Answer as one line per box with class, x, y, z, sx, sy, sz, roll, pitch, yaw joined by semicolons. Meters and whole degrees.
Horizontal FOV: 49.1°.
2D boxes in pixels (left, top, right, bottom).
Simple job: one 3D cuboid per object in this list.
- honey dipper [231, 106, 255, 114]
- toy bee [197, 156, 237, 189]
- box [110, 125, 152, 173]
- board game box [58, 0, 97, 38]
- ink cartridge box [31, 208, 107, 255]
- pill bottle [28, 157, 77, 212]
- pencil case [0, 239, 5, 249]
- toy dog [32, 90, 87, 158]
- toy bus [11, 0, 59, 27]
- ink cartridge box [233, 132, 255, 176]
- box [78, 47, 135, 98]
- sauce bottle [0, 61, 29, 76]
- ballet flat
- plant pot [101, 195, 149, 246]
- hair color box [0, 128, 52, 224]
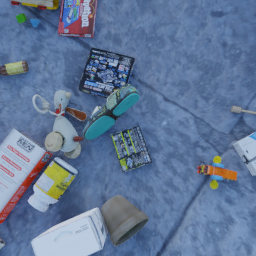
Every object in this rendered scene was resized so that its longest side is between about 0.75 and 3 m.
honey dipper;4.436;-0.583;10.283;1.241;0.236;0.236;11;78;0
toy bee;2.871;1.420;9.616;1.654;0.899;1.083;39;70;-17
box;0.106;0.739;9.937;1.131;0.313;1.412;-19;78;-4
board game box;-1.958;-4.919;11.206;1.381;0.261;2.683;3;78;0
ink cartridge box;-1.590;3.222;8.340;1.715;2.355;0.998;-23;79;-5
pill bottle;-2.533;1.894;9.359;0.944;0.944;1.685;34;80;7
pencil case;-4.643;4.216;9.020;0.668;0.581;1.493;28;78;33
toy dog;-2.060;-0.223;9.587;1.216;1.665;2.525;-19;85;28
toy bus;-3.717;-5.243;10.826;2.034;1.114;2.156;-32;109;17
ink cartridge box;4.483;0.879;9.785;0.931;0.537;1.284;-28;79;-6
box;-0.780;-2.001;10.479;1.737;0.431;1.724;14;78;3
sauce bottle;-4.457;-2.207;10.510;1.354;0.447;0.447;-10;78;-4
ballet flat;-0.673;-0.610;9.878;2.516;0.934;0.934;-38;80;11
plant pot;-0.208;2.874;9.058;1.382;1.382;1.199;-36;64;-7
hair color box;-4.060;1.620;9.447;1.465;0.884;2.887;34;81;8
